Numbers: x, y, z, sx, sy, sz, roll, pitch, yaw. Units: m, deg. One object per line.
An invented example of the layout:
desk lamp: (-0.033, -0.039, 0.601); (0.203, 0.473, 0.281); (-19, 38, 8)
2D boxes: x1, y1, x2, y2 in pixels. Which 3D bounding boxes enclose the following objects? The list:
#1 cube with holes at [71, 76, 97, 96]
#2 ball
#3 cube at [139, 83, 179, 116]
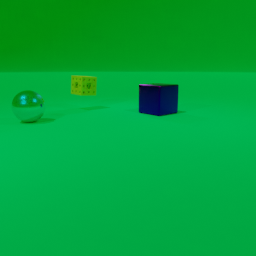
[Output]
cube with holes: (-1.974, -1.899, 12.523); (0.809, 0.809, 0.809); (-7, 16, -44)
ball: (-3.428, -0.745, 9.677); (1.107, 1.107, 1.107); (0, 13, 0)
cube: (1.249, -1.201, 11.515); (1.181, 1.181, 1.181); (-11, 17, -41)
